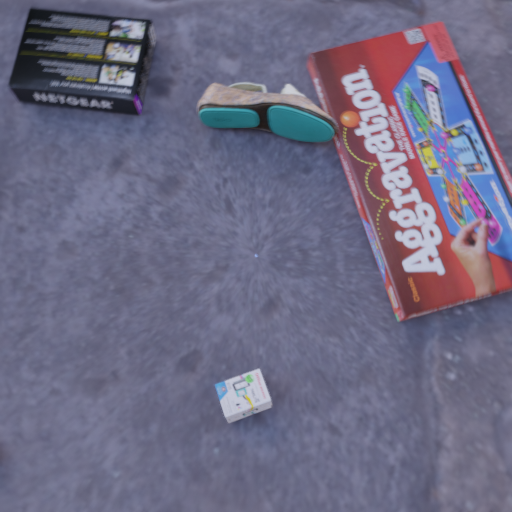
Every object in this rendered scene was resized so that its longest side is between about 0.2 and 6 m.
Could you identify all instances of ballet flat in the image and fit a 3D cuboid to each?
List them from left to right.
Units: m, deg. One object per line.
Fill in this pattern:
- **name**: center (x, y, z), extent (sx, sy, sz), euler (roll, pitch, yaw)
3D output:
- **ballet flat**: center (0.238, -2.724, 10.153), extent (2.612, 0.889, 0.878), euler (11, 63, 6)

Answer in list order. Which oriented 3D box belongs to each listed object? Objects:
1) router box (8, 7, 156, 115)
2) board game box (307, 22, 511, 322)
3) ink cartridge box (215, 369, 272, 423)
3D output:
- **router box**: center (-3.246, -3.682, 10.583), extent (2.379, 0.608, 1.775), euler (7, 73, 2)
- **board game box**: center (2.958, -1.683, 10.048), extent (2.689, 0.508, 5.223), euler (-15, 74, -4)
- **ink cartridge box**: center (-0.191, 2.203, 8.806), extent (0.749, 0.547, 0.550), euler (-19, 65, -6)
